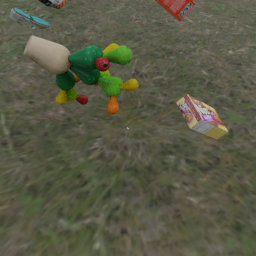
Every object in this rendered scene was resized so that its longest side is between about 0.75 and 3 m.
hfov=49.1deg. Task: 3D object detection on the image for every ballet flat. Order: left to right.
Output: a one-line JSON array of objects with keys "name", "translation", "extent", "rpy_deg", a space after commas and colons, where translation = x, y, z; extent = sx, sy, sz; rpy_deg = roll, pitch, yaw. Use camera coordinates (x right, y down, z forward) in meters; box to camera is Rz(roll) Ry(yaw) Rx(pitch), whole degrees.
[{"name": "ballet flat", "translation": [-2.618, -2.824, 7.443], "extent": [1.091, 0.347, 0.368], "rpy_deg": [7, 40, -51]}]

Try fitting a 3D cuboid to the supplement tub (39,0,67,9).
[{"name": "supplement tub", "translation": [-2.350, -3.934, 7.679], "extent": [1.357, 0.831, 0.831], "rpy_deg": [24, 23, -43]}]

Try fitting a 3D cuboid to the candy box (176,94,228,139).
[{"name": "candy box", "translation": [1.450, -0.199, 5.430], "extent": [1.087, 0.307, 0.634], "rpy_deg": [19, 40, -45]}]

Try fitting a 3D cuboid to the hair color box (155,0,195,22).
[{"name": "hair color box", "translation": [0.718, -3.562, 6.922], "extent": [2.076, 0.636, 1.054], "rpy_deg": [13, 37, -51]}]

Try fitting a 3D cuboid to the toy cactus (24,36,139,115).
[{"name": "toy cactus", "translation": [-1.054, -1.068, 5.638], "extent": [2.070, 2.509, 1.283], "rpy_deg": [22, 75, -30]}]
